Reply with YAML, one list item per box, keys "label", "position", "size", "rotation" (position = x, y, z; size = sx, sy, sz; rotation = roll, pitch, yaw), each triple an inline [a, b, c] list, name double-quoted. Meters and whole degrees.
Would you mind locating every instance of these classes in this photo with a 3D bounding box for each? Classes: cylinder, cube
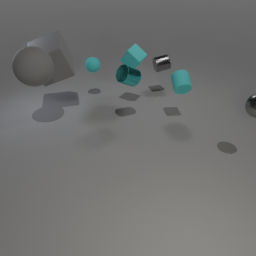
- label: "cylinder"
  position: [1.614, -3.092, 13.407]
  size: [0.700, 0.700, 0.700]
  rotation: [-16, 33, -6]
- label: "cube"
  position: [0.240, -2.959, 11.787]
  size: [0.700, 0.700, 0.700]
  rotation: [42, 52, -4]
- label: "cylinder"
  position: [0.019, -1.980, 10.622]
  size: [0.700, 0.700, 0.700]
  rotation: [9, 17, -45]
- label: "cylinder"
  position: [2.086, -1.792, 10.949]
  size: [0.700, 0.700, 0.700]
  rotation: [-4, 64, -6]
- label: "cube"
  position: [-3.132, -2.828, 11.464]
  size: [1.400, 1.400, 1.400]
  rotation: [-20, 49, 4]

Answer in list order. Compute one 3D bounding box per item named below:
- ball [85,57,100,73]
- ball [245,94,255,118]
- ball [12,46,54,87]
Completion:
- label: "ball"
  position: [-1.635, -2.927, 12.978]
  size: [0.700, 0.700, 0.700]
  rotation: [0, 30, 0]
- label: "ball"
  position: [3.721, -0.631, 8.010]
  size: [0.700, 0.700, 0.700]
  rotation: [0, 30, 0]
- label: "ball"
  position: [-3.360, -2.179, 9.957]
  size: [1.400, 1.400, 1.400]
  rotation: [0, 30, 0]
